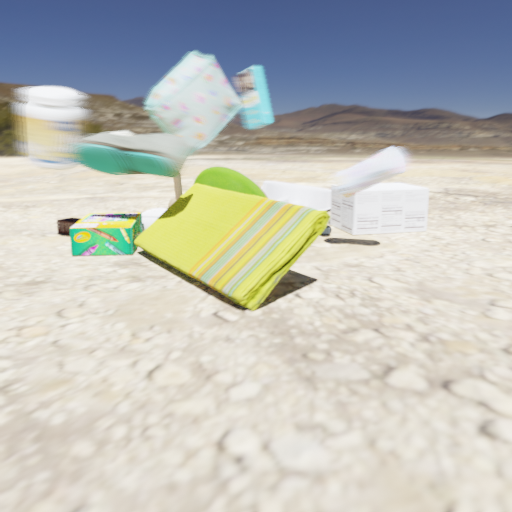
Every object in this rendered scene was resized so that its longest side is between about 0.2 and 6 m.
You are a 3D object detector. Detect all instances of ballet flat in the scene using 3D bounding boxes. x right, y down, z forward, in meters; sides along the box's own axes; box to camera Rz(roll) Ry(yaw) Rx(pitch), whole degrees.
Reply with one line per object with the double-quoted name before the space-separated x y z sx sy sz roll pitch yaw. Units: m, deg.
"ballet flat" -2.252 -1.890 10.157 2.416 0.814 0.770 10 54 27

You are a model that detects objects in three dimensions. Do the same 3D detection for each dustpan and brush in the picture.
"dustpan and brush" 1.147 -1.537 15.806 2.318 0.951 3.321 9 7 4

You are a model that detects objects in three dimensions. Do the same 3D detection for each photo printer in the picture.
"photo printer" -2.029 -0.813 13.059 1.409 0.489 1.173 3 14 13

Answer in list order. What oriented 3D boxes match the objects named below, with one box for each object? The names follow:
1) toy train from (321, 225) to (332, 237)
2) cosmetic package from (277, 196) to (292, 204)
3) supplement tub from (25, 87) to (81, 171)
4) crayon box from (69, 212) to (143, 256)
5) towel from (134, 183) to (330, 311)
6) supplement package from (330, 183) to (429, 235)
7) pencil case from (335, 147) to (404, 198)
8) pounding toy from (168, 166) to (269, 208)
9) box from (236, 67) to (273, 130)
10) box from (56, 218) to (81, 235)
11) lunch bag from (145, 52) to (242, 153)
"toy train" 0.897 -0.655 12.830 1.732 0.295 0.397 6 11 23
"cosmetic package" 0.556 -1.346 15.214 0.788 0.292 0.401 -18 19 13
"supplement tub" -3.946 -2.481 10.928 1.021 1.411 1.021 6 29 -3
"crayon box" -2.991 -0.480 11.421 1.158 0.568 1.950 -1 13 -5
"towel" -0.623 -0.353 9.209 1.796 0.377 4.173 -45 30 -15
"supplement package" 2.886 -1.158 13.340 1.864 1.034 1.452 -3 13 -14
"pencil case" 2.085 -1.526 10.333 1.272 0.529 0.577 -23 1 38
"pounding toy" -0.932 -0.857 11.334 2.396 1.849 1.112 23 54 15
"box" -0.032 -3.443 12.247 0.305 1.243 0.511 -16 4 -42
"box" -4.019 -0.651 12.712 0.937 0.351 0.469 6 14 30
"lunch bag" -1.368 -3.165 11.817 1.696 1.445 1.034 -47 45 -8
